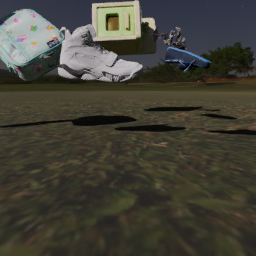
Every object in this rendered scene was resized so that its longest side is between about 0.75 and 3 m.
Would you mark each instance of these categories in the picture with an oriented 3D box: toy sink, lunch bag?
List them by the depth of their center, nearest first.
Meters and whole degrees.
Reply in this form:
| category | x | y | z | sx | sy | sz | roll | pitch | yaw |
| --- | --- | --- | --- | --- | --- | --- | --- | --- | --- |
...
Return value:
| category | x | y | z | sx | sy | sz | roll | pitch | yaw |
| --- | --- | --- | --- | --- | --- | --- | --- | --- | --- |
| lunch bag | -2.703 | -2.245 | 7.477 | 1.635 | 0.786 | 2.039 | -37 | 65 | -25 |
| toy sink | -0.096 | -3.841 | 10.861 | 2.451 | 1.597 | 1.373 | -2 | -12 | 1 |

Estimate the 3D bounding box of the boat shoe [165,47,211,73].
| category | x | y | z | sx | sy | sz | roll | pitch | yaw |
| --- | --- | --- | --- | --- | --- | --- | --- | --- | --- |
| boat shoe | 1.884 | -2.088 | 8.935 | 0.738 | 0.602 | 1.755 | 11 | 17 | -36 |

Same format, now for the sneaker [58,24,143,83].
| category | x | y | z | sx | sy | sz | roll | pitch | yaw |
| --- | --- | --- | --- | --- | --- | --- | --- | --- | --- |
| sneaker | -0.613 | -1.652 | 6.221 | 1.948 | 1.120 | 0.732 | 3 | 28 | 1 |

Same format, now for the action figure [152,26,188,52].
| category | x | y | z | sx | sy | sz | roll | pitch | yaw |
| --- | --- | --- | --- | --- | --- | --- | --- | --- | --- |
| action figure | 1.662 | -3.356 | 10.505 | 1.501 | 0.766 | 0.892 | 25 | 32 | 6 |
